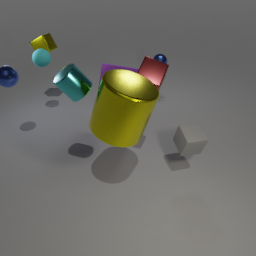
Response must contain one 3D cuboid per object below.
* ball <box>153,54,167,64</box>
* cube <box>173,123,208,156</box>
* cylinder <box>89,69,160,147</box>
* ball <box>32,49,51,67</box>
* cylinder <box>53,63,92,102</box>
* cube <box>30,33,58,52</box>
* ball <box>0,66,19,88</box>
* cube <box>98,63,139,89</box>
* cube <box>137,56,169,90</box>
[{"bbox_3d":[1.497,-3.131,13.165,0.700,0.700,0.700,0,32,0],"label":"ball"},{"bbox_3d":[1.878,0.347,8.487,0.700,0.700,0.700,-5,50,-17],"label":"cube"},{"bbox_3d":[-0.121,-0.487,6.834,1.400,1.400,1.400,14,35,-10],"label":"cylinder"},{"bbox_3d":[-3.391,-2.747,10.991,0.700,0.700,0.700,0,32,0],"label":"ball"},{"bbox_3d":[-1.385,-1.140,7.063,0.700,0.700,0.700,-29,35,24],"label":"cylinder"},{"bbox_3d":[-3.594,-3.550,11.990,0.700,0.700,0.700,-18,20,24],"label":"cube"},{"bbox_3d":[-3.950,-1.674,9.160,0.700,0.700,0.700,0,32,0],"label":"ball"},{"bbox_3d":[-0.248,-1.552,10.467,1.400,1.400,1.400,10,9,7],"label":"cube"},{"bbox_3d":[0.641,-1.428,7.763,0.700,0.700,0.700,23,75,5],"label":"cube"}]
